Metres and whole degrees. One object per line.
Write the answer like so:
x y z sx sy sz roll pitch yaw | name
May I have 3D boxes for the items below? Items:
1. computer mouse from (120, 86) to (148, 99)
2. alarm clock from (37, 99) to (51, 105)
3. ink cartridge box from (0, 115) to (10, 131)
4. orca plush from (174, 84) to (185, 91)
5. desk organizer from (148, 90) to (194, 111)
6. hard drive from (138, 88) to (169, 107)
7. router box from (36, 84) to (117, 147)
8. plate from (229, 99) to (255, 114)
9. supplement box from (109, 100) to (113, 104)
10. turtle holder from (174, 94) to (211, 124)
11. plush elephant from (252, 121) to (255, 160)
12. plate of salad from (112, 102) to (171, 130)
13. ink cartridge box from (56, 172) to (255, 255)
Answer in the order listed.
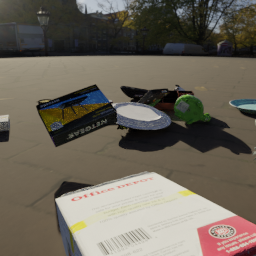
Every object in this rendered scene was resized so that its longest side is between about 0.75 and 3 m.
0.907 -1.827 15.762 2.674 0.615 1.877 6 15 -14 | computer mouse
-4.329 -1.279 14.417 1.040 0.346 0.701 13 23 29 | alarm clock
-5.044 -0.182 11.032 0.686 0.413 0.944 -7 19 -18 | ink cartridge box
2.819 -1.741 15.716 1.117 0.755 2.123 44 23 -9 | orca plush
2.068 -1.364 13.802 2.266 0.873 0.813 2 17 6 | desk organizer
1.077 -1.316 12.675 1.002 0.271 1.434 -10 -20 -31 | hard drive
-1.588 -0.449 8.731 2.079 0.531 1.551 -24 51 -19 | router box
6.252 -1.036 13.757 2.444 0.312 2.444 -1 18 0 | plate
-1.167 -0.984 13.142 0.905 0.593 0.467 -2 18 -9 | supplement box
2.749 -0.842 11.842 1.516 1.152 1.076 5 19 17 | turtle holder
4.066 0.486 6.986 2.258 1.859 1.748 -22 -11 34 | plush elephant
0.331 -0.408 11.336 2.797 0.672 2.797 8 24 -4 | plate of salad
0.242 1.573 3.707 1.859 1.068 2.561 -10 11 -22 | ink cartridge box
